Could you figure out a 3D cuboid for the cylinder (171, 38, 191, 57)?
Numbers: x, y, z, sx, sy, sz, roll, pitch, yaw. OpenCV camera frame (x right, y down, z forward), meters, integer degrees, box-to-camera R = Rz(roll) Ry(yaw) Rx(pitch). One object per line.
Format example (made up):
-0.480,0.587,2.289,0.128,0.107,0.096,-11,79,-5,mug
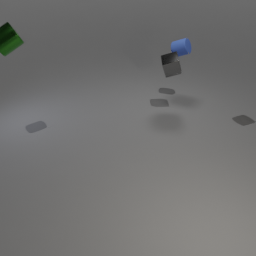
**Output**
2.393,-3.613,12.605,0.700,0.700,0.700,-6,24,36,cylinder

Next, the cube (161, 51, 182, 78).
1.816,-2.660,11.736,0.700,0.700,0.700,-13,46,13,cube

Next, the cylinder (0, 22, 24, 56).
-3.488,-2.541,8.029,0.700,0.700,0.700,-37,40,-4,cylinder
